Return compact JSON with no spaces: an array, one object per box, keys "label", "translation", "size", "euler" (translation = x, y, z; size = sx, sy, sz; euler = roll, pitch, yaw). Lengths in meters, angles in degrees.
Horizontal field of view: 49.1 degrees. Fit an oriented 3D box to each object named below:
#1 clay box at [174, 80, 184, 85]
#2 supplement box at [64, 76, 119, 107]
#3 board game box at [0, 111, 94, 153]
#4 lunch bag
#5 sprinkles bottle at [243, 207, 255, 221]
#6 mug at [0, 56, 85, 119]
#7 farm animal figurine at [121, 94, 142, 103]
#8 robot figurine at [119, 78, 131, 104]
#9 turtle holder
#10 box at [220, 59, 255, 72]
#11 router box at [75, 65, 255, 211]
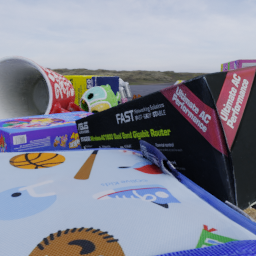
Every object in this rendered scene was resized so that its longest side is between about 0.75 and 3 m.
[{"label":"clay box","translation":[1.353,-0.692,8.209],"size":[0.585,1.412,2.458],"euler":[40,10,-6]},{"label":"supplement box","translation":[-1.911,-1.455,11.916],"size":[2.803,1.525,1.535],"euler":[7,13,35]},{"label":"board game box","translation":[-1.598,0.095,6.135],"size":[2.583,0.578,1.737],"euler":[-10,14,-42]},{"label":"lunch bag","translation":[-0.599,0.803,1.213],"size":[2.730,1.032,2.188],"euler":[-5,13,-19]},{"label":"sprinkles bottle","translation":[1.168,0.933,1.589],"size":[0.583,0.583,1.710],"euler":[-8,13,-36]},{"label":"mug","translation":[-2.620,-0.735,8.668],"size":[1.986,2.642,2.977],"euler":[-36,3,7]},{"label":"farm animal figurine","translation":[0.406,-0.899,11.454],"size":[1.149,0.716,1.423],"euler":[3,-3,-23]},{"label":"robot figurine","translation":[-1.093,-1.832,14.309],"size":[2.500,1.412,2.120],"euler":[6,35,32]},{"label":"turtle holder","translation":[-0.904,-0.670,9.318],"size":[1.099,1.547,1.175],"euler":[-15,-20,-34]},{"label":"box","translation":[3.418,-0.980,8.216],"size":[1.064,1.936,2.201],"euler":[1,11,7]},{"label":"router box","translation":[0.880,-0.058,3.462],"size":[2.248,0.932,2.999],"euler":[-14,3,-27]}]
